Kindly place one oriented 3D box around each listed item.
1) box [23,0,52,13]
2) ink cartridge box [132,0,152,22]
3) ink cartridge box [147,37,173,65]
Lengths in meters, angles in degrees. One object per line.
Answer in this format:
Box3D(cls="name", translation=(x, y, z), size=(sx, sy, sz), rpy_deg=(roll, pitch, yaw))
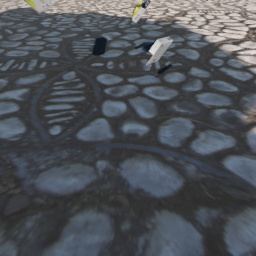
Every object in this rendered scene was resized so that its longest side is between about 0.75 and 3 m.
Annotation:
Box3D(cls="box", translation=(-2.665, -4.110, 7.724), size=(0.466, 0.903, 1.549), rpy_deg=(-20, 72, 21))
Box3D(cls="ink cartridge box", translation=(0.495, -4.295, 9.709), size=(0.223, 0.938, 0.950), rpy_deg=(22, 48, -25))
Box3D(cls="ink cartridge box", translation=(0.888, -2.302, 8.347), size=(0.199, 0.794, 0.915), rpy_deg=(45, 36, 7))
